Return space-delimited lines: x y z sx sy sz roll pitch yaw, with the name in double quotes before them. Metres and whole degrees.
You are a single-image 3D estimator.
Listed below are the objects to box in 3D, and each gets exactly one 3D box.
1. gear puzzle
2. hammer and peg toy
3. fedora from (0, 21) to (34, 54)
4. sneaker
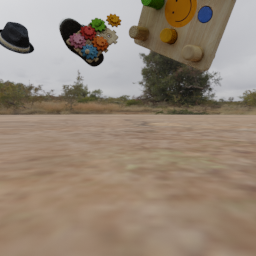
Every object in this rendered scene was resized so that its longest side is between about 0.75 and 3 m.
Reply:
"gear puzzle" -0.878 -3.070 9.070 2.160 1.119 0.283 -49 2 -27
"hammer and peg toy" 1.283 -2.840 5.606 2.153 2.927 1.032 34 28 33
"fedora" -3.316 -2.744 8.296 1.247 0.570 1.247 22 33 -15
"sneaker" -1.855 -3.363 10.120 1.016 1.467 2.431 -39 -29 4
